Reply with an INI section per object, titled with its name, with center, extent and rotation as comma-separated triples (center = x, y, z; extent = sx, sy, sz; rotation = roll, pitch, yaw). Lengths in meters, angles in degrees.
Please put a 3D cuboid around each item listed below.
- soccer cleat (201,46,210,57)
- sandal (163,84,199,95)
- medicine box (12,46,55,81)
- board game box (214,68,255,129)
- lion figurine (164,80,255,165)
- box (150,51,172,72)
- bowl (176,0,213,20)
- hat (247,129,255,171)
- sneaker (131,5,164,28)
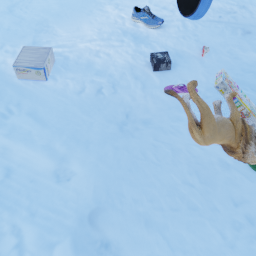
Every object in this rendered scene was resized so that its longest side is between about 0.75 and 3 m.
[soccer cleat]
center = 3.433, -3.388, 12.372
extent = 0.323, 0.260, 0.758
rotation = 10, 47, 12
[sandal]
center = 2.045, -1.527, 10.778
extent = 1.350, 0.332, 0.550
rotation = 3, 51, 2
[medicine box]
center = -3.807, -2.666, 11.465
extent = 1.264, 0.714, 1.388
rotation = 4, 52, 3
[board game box]
center = 2.879, -0.776, 7.357
extent = 1.552, 0.266, 1.043
rotation = 46, 32, -9
[lion figurine]
center = 1.863, 0.002, 5.833
extent = 2.592, 0.939, 1.587
rotation = 3, 71, -32
[box]
center = 1.366, -2.799, 11.753
extent = 0.774, 0.454, 0.761
rotation = -7, 51, -4
[bowl]
center = 1.977, -4.194, 8.439
extent = 0.350, 1.782, 1.782
rotation = -7, 50, -18
[hat]
center = 5.003, 0.473, 9.159
extent = 1.925, 2.045, 2.323
rotation = 28, 98, 33
[sneaker]
center = 0.944, -5.502, 13.755
extent = 1.805, 0.805, 0.709
rotation = 26, 55, 19
